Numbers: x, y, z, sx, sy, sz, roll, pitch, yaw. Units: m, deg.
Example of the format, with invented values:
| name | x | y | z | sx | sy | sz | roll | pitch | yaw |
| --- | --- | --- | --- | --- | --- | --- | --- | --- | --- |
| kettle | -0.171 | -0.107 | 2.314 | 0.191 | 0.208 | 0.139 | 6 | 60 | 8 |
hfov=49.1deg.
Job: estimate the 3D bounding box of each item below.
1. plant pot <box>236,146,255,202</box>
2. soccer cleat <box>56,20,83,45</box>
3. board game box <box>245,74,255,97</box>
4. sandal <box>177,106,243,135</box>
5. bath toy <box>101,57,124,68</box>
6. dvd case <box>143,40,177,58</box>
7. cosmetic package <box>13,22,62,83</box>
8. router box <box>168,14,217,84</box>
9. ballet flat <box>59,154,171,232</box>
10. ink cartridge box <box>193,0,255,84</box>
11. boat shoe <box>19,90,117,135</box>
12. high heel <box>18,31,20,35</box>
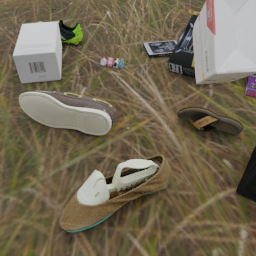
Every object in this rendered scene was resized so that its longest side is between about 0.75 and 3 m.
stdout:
| name | x | y | z | sx | sy | sz | roll | pitch | yaw |
| --- | --- | --- | --- | --- | --- | --- | --- | --- | --- |
| plant pot | 3.742 | 0.759 | 6.262 | 1.806 | 1.602 | 1.802 | 23 | 46 | 25 |
| soccer cleat | -3.240 | -4.152 | 12.198 | 2.493 | 1.011 | 0.842 | -3 | 42 | -4 |
| board game box | 5.287 | -1.361 | 9.614 | 2.277 | 0.368 | 1.367 | 14 | 48 | 15 |
| sandal | 2.303 | -0.118 | 8.052 | 1.879 | 0.768 | 0.513 | 21 | 67 | 12 |
| bath toy | -0.634 | -2.594 | 10.966 | 0.916 | 0.338 | 0.398 | 9 | 42 | 11 |
| dvd case | 1.489 | -3.380 | 11.961 | 1.484 | 0.183 | 1.115 | -8 | 43 | -8 |
| cosmetic package | -3.360 | -2.999 | 10.771 | 1.501 | 1.183 | 2.789 | -6 | 41 | -5 |
| router box | 2.855 | -3.008 | 10.490 | 1.909 | 0.634 | 2.427 | 21 | 72 | 22 |
| ballet flat | -0.242 | 1.254 | 6.121 | 2.765 | 1.000 | 0.938 | -18 | 36 | -19 |
| ink cartridge box | 1.097 | -0.973 | 3.332 | 0.474 | 0.819 | 1.406 | -4 | 4 | 5 |
| boat shoe | -1.753 | -0.573 | 8.229 | 2.876 | 1.033 | 0.856 | 13 | 36 | 11 |
| high heel | -4.612 | -4.290 | 12.833 | 0.789 | 0.379 | 0.266 | -2 | 42 | -2 |
